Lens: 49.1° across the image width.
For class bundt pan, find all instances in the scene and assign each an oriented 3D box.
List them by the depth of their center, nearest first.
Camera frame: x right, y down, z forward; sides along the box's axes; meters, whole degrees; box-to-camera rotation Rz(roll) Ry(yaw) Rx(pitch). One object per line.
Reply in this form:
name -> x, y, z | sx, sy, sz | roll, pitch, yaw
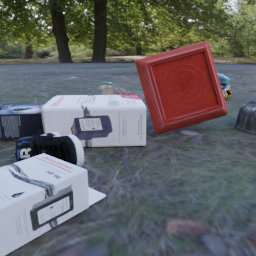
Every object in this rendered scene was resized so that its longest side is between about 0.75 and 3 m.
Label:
bundt pan -> 4.487, -0.364, 8.832 | 2.111, 0.792, 2.111 | 0, 17, 0

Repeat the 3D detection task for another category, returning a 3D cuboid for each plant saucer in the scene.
plant saucer -> 1.547, -1.145, 7.788 | 2.215, 2.220, 0.407 | -16, 1, -3

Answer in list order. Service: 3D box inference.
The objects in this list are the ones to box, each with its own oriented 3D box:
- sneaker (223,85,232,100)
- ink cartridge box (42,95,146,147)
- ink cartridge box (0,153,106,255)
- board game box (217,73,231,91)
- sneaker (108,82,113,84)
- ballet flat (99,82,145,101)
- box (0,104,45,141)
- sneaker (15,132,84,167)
sneaker -> 4.884, -1.738, 14.065 | 0.697, 0.660, 1.696 | 14, 30, 29
ink cartridge box -> -0.883, -0.261, 7.869 | 2.595, 1.095, 1.879 | -1, 16, -3
ink cartridge box -> -1.442, 0.983, 4.281 | 1.196, 0.700, 2.062 | 13, 20, 37
board game box -> 2.384, -0.967, 8.897 | 1.267, 1.678, 0.394 | 0, 37, -45
sneaker -> -0.677, -1.630, 13.675 | 0.983, 0.857, 2.185 | 20, 16, -7
ballet flat -> -0.152, -0.979, 9.638 | 2.188, 0.736, 0.745 | 7, -10, -43
box -> -3.087, -0.209, 8.241 | 1.321, 0.820, 1.331 | -2, 16, -11
sneaker -> -1.754, 0.536, 5.913 | 1.095, 0.715, 1.957 | -10, 9, -31
